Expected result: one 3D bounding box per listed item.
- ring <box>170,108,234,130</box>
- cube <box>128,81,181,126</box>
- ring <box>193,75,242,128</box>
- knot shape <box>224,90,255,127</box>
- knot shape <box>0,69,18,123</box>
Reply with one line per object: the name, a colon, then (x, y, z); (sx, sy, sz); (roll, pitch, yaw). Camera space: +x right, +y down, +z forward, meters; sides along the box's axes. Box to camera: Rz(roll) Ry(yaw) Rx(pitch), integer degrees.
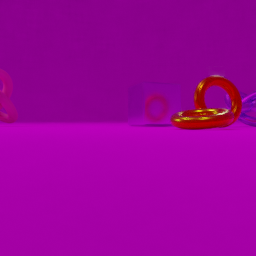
ring: (1.474, -0.200, 5.642); (1.242, 0.248, 1.242); (-6, 11, 1)
cube: (0.826, -0.729, 9.095); (1.312, 1.312, 1.312); (0, 0, -21)
ring: (2.252, -0.665, 6.988); (1.343, 1.343, 0.269); (0, -11, -17)
knot shape: (3.725, -0.631, 8.700); (1.703, 0.841, 1.820); (5, 39, 49)
knot shape: (-4.639, -1.120, 9.493); (2.025, 1.895, 0.936); (15, 16, -9)
